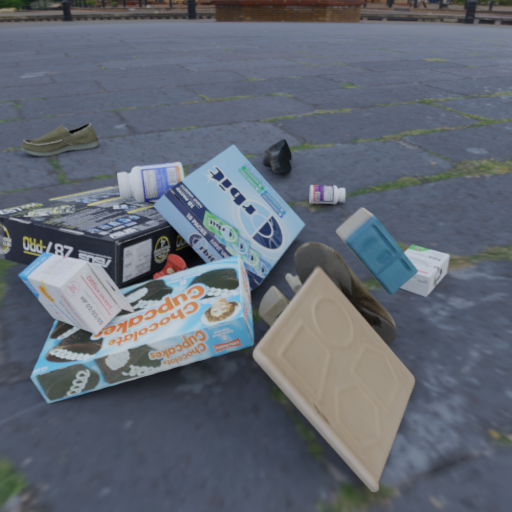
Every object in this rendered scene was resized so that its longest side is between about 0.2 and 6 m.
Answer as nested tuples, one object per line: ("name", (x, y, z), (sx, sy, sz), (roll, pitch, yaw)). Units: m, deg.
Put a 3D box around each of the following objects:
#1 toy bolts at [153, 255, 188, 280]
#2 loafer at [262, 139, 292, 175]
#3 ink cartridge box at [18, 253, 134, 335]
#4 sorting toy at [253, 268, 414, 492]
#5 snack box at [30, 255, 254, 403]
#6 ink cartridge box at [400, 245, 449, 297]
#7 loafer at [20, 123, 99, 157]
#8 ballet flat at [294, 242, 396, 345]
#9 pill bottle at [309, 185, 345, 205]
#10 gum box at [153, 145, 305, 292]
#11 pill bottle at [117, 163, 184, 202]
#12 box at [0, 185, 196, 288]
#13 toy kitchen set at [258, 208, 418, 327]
("toy bolts", (-1.033, 0.641, 8.536), (1.160, 0.804, 1.108), (39, 83, 17))
("loafer", (0.495, -2.411, 14.222), (0.669, 0.674, 1.852), (-20, 19, 15))
("ink cartridge box", (-2.309, 0.481, 7.147), (1.454, 0.837, 0.493), (7, 46, 44))
("sorting toy", (0.947, 1.318, 6.449), (1.919, 0.378, 2.073), (49, 35, -4))
("snack box", (-1.406, 0.897, 7.362), (2.710, 0.503, 1.574), (-17, 28, 5))
("ink cartridge box", (2.744, 0.234, 9.447), (0.688, 0.396, 0.943), (20, 34, 32))
("loafer", (-5.475, -3.290, 15.594), (2.119, 0.738, 0.797), (-17, 33, -28))
("ballet flat", (1.236, 0.498, 7.664), (0.680, 2.019, 0.468), (-37, 24, 25))
("pill bottle", (1.563, -1.340, 12.329), (0.756, 0.421, 0.421), (1, 28, 2))
("gum box", (-0.343, -0.689, 9.732), (2.052, 0.538, 2.416), (48, 34, -6))
("pill bottle", (-1.840, -1.280, 9.846), (1.120, 0.627, 0.627), (-8, 29, -11))
("box", (-2.446, -0.505, 9.742), (2.700, 0.822, 3.349), (14, 19, 21))
("toy kitchen set", (1.292, 0.699, 7.490), (2.089, 1.230, 1.673), (-42, 26, 6))
